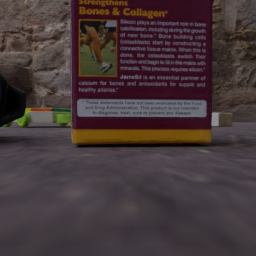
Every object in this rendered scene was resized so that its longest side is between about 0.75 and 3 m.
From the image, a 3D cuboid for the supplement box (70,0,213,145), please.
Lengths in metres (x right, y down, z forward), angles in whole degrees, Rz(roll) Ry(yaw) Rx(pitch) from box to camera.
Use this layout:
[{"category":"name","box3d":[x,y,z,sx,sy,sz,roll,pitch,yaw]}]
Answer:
[{"category":"supplement box","box3d":[0.078,-0.844,2.412,1.068,1.935,0.829,0,1,-5]}]

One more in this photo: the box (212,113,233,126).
[{"category":"box","box3d":[3.213,-0.292,9.733,1.025,0.487,0.398,-3,4,-44]}]

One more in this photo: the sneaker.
[{"category":"sneaker","box3d":[-1.610,-0.322,2.079,1.038,0.934,2.665,2,3,-3]}]

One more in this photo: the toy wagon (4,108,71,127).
[{"category":"toy wagon","box3d":[-2.375,-0.316,8.687,2.868,0.567,2.225,1,2,41]}]
